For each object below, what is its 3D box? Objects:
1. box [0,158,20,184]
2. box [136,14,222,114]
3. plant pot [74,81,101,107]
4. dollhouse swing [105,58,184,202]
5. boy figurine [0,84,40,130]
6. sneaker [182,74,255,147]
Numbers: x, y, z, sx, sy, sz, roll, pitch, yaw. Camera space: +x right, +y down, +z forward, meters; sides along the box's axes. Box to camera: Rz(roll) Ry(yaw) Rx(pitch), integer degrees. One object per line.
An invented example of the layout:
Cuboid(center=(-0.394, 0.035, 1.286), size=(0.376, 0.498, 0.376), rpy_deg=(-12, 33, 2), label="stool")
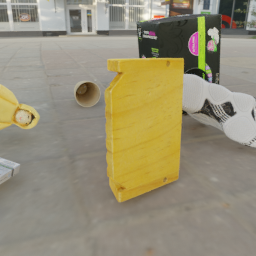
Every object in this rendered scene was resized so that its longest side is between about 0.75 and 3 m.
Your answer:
Cuboid(center=(-2.549, 0.789, 5.095), size=(0.733, 0.193, 0.940), rpy_deg=(16, 14, 7), label="box")
Cuboid(center=(1.649, -2.130, 9.238), size=(2.151, 2.896, 1.800), rpy_deg=(-14, 26, -16), label="box")
Cuboid(center=(-1.594, -1.341, 10.178), size=(0.922, 0.922, 0.985), rpy_deg=(-9, 24, -22), label="plant pot")
Cuboid(center=(-0.055, -0.212, 5.507), size=(2.056, 2.263, 1.989), rpy_deg=(-12, 19, -37), label="dollhouse swing")
Cuboid(center=(-3.183, -0.401, 6.683), size=(2.125, 1.321, 0.685), rpy_deg=(20, 11, -36), label="boy figurine")
Cuboid(center=(2.558, -0.429, 7.393), size=(2.925, 1.099, 1.681), rpy_deg=(31, 9, 20), label="sneaker")
